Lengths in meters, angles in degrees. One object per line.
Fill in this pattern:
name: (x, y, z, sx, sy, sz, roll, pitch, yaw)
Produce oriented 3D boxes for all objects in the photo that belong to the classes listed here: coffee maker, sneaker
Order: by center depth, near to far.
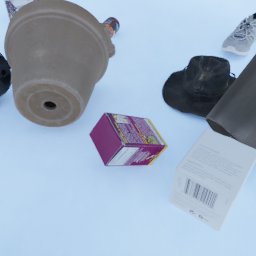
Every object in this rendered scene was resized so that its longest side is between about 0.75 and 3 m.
coffee maker: (-5.071, -1.324, 7.470, 2.976, 2.004, 2.858, 27, 77, 29)
sneaker: (4.212, -3.524, 10.234, 1.034, 1.135, 2.768, 24, 47, 24)

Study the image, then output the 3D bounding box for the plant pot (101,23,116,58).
plant pot: (-1.027, -3.098, 9.863, 1.160, 1.012, 1.160, 1, 43, -1)

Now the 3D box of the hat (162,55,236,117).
hat: (2.270, -1.434, 7.942, 2.680, 1.081, 2.680, 1, 42, -1)

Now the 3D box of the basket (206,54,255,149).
basket: (2.993, -0.583, 5.952, 2.377, 1.616, 2.143, -46, 42, 2)

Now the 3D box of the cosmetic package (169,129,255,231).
cosmetic package: (1.588, 0.928, 5.254, 1.076, 1.077, 1.305, 27, 49, 26)

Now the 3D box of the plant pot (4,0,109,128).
plant pot: (-1.797, -1.354, 6.818, 2.675, 2.675, 2.333, -2, 50, -2)

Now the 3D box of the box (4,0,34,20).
box: (-4.356, -5.330, 12.296, 1.674, 1.106, 0.961, -33, 51, -31)

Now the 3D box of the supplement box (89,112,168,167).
supplement box: (0.029, 0.262, 5.764, 1.333, 0.688, 0.873, 7, 42, -44)

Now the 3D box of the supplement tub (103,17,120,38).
supplement tub: (-0.803, -3.845, 10.968, 0.655, 0.655, 1.226, 13, 43, 14)
